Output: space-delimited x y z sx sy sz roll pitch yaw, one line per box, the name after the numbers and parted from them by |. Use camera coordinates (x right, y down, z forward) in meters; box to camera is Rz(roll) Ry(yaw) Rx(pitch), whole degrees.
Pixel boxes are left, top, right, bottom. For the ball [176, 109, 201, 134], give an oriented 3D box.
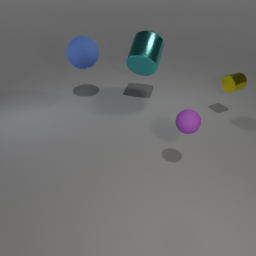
1.685 -0.176 7.832 0.700 0.700 0.700 0 31 0 | ball

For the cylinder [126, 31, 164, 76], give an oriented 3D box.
0.754 -3.255 12.286 1.400 1.400 1.400 10 66 16 | cylinder

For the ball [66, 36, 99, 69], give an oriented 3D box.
-1.973 -3.280 12.220 1.400 1.400 1.400 0 31 0 | ball

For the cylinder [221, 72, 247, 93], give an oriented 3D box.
4.249 -1.817 11.220 0.700 0.700 0.700 -18 36 -25 | cylinder
